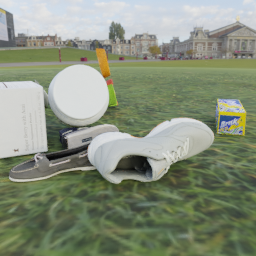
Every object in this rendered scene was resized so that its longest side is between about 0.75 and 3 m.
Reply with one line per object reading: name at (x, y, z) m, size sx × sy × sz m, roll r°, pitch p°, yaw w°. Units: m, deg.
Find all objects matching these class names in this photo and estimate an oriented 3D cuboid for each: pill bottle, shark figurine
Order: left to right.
shark figurine at (-3.983, -1.275, 12.834) m, size 1.150 × 1.925 × 0.803 m, roll 33°, pitch 65°, yaw 11°
pill bottle at (-1.514, -0.890, 8.561) m, size 1.737 × 1.737 × 2.984 m, roll -4°, pitch -1°, yaw -13°

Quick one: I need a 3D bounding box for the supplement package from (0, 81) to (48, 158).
supplement package at (-3.774, -0.216, 7.217) m, size 2.926 × 1.774 × 1.752 m, roll -8°, pitch 17°, yaw -26°

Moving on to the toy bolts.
toy bolts at (-1.647, -1.781, 12.256) m, size 1.986 × 2.736 × 2.864 m, roll -13°, pitch -3°, yaw 0°

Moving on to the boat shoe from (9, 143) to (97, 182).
boat shoe at (-1.532, 0.679, 6.207) m, size 2.094 × 0.597 × 0.700 m, roll -7°, pitch 17°, yaw -24°

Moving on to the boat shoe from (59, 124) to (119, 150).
boat shoe at (-1.148, 0.160, 7.994) m, size 1.703 × 0.636 × 0.790 m, roll -10°, pitch 25°, yaw -31°

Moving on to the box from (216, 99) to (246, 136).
box at (3.604, -0.456, 9.985) m, size 0.869 × 0.798 × 2.481 m, roll 5°, pitch 15°, yaw 15°

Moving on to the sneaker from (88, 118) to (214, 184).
sneaker at (0.687, 0.607, 6.001) m, size 2.914 × 1.103 × 1.340 m, roll -12°, pitch 25°, yaw -15°
